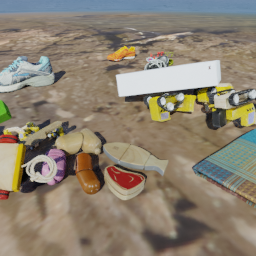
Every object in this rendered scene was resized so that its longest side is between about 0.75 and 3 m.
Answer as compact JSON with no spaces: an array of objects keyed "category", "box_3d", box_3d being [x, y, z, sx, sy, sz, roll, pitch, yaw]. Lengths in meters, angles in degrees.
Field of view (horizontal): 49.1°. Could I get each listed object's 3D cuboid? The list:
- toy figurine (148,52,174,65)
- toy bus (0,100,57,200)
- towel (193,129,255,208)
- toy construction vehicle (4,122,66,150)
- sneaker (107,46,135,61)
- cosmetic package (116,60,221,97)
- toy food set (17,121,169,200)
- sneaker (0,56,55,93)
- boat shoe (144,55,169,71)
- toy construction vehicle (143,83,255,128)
[{"category":"toy figurine","box_3d":[1.472,-3.412,13.720,1.343,0.708,0.804,-10,23,-20]},{"category":"toy bus","box_3d":[-2.578,0.760,5.072,2.059,1.128,2.182,-41,77,-14]},{"category":"towel","box_3d":[3.001,0.797,5.949,2.750,0.298,2.017,-23,35,-35]},{"category":"toy construction vehicle","box_3d":[-2.342,0.084,7.083,1.177,0.415,1.025,13,27,21]},{"category":"sneaker","box_3d":[-0.376,-3.898,14.621,1.805,0.696,0.659,-25,37,-37]},{"category":"cosmetic package","box_3d":[1.396,-1.614,8.979,2.943,0.760,2.219,-4,9,22]},{"category":"toy food set","box_3d":[-0.802,0.761,5.896,2.923,0.460,1.858,21,34,22]},{"category":"sneaker","box_3d":[-4.201,-2.136,10.632,2.728,1.178,1.059,-17,32,-30]},{"category":"boat shoe","box_3d":[1.147,-2.410,11.468,0.976,0.903,2.643,14,30,25]},{"category":"toy construction vehicle","box_3d":[2.365,-0.599,7.996,2.965,1.044,2.581,-16,15,-35]}]
